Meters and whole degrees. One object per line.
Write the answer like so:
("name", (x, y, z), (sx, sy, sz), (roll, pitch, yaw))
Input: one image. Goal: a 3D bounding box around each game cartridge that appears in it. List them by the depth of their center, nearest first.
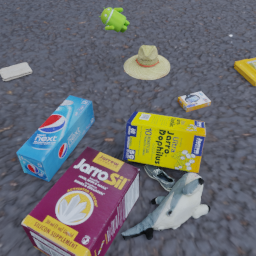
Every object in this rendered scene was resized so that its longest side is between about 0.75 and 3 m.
("game cartridge", (5.627, -2.449, 11.758), (1.848, 0.300, 1.629), (-12, 45, -14))

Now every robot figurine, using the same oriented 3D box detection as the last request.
("robot figurine", (-0.491, -3.810, 9.898), (1.048, 0.607, 0.920), (27, 79, -18))

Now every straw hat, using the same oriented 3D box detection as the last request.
("straw hat", (0.832, -3.034, 11.921), (2.170, 0.918, 2.170), (0, 44, 0))

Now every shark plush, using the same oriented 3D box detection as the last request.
("shark plush", (1.005, 2.073, 7.074), (2.508, 1.139, 1.045), (-41, 34, -10))

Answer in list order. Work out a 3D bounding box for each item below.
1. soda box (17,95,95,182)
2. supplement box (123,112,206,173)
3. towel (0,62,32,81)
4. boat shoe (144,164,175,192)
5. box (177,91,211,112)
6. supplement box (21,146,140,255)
("soda box", (-2.068, 0.210, 8.547), (0.884, 0.934, 2.754), (16, 47, 16))
("supplement box", (1.032, 0.355, 7.980), (2.122, 1.155, 1.162), (9, 21, 10))
("towel", (-4.699, -2.353, 11.730), (1.231, 0.212, 0.816), (-22, 50, -22))
("boat shoe", (0.895, 1.288, 7.862), (0.411, 0.349, 1.129), (-28, 51, -26))
("box", (2.487, -0.994, 10.308), (1.145, 0.237, 0.681), (-17, 47, -14))
("supplement box", (-0.937, 1.880, 6.595), (1.602, 1.263, 2.447), (20, 48, 19))
